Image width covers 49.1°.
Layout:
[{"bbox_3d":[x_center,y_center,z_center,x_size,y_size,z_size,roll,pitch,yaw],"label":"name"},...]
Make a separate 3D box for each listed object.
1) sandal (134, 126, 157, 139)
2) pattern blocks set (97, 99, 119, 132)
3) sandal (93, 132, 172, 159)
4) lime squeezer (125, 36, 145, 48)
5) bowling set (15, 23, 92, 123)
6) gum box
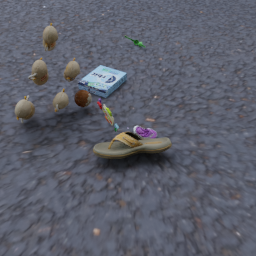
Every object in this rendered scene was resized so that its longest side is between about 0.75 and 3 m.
[{"bbox_3d":[0.537,0.162,7.941,0.897,0.365,0.221,12,-12,-39],"label":"sandal"},{"bbox_3d":[-0.560,-0.370,7.960,0.084,0.912,1.037,-30,91,-13],"label":"pattern blocks set"},{"bbox_3d":[0.111,0.370,7.484,2.096,0.566,0.842,-6,18,-1],"label":"sandal"},{"bbox_3d":[0.446,-3.931,12.858,1.299,0.459,0.245,38,94,29],"label":"lime squeezer"},{"bbox_3d":[-1.959,-1.384,8.385,2.085,2.996,1.609,16,-3,-16],"label":"bowling set"},{"bbox_3d":[-0.924,-1.754,10.401,1.217,0.319,1.433,21,45,22],"label":"gum box"}]
